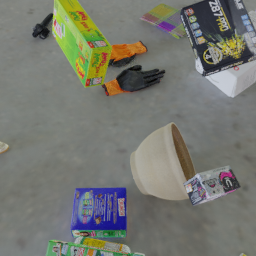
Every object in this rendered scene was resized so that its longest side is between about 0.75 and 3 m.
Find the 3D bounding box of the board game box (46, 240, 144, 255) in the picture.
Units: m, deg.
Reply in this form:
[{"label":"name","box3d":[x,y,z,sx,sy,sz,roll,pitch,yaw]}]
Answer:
[{"label":"board game box","box3d":[-0.759,3.389,4.695,1.744,0.377,2.592,7,72,7]}]

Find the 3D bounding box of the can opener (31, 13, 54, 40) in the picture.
[{"label":"can opener","box3d":[-3.350,-4.059,11.131,0.504,0.625,1.591,-23,39,33]}]

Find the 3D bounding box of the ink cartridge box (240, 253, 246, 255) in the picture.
[{"label":"ink cartridge box","box3d":[2.402,3.582,4.919,1.867,0.439,1.845,29,56,33]}]

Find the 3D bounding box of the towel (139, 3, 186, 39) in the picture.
[{"label":"towel","box3d":[1.730,-4.426,11.495,2.172,0.247,1.560,35,59,24]}]

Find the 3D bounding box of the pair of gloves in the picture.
[{"label":"pair of gloves","box3d":[-0.063,-2.153,9.661,2.206,0.306,2.476,-18,55,-14]}]

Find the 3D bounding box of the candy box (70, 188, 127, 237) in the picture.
[{"label":"candy box","box3d":[-0.620,1.902,6.347,1.201,0.463,1.016,-1,50,1]}]

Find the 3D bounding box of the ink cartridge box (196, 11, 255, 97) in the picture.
[{"label":"ink cartridge box","box3d":[3.700,-2.425,9.052,2.456,1.028,1.782,-35,59,-9]}]

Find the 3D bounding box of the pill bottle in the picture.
[{"label":"pill bottle","box3d":[-0.401,2.668,5.538,1.391,0.784,0.784,8,52,7]}]

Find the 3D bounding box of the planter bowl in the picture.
[{"label":"planter bowl","box3d":[0.787,0.885,6.526,1.189,1.767,1.767,-20,49,18]}]

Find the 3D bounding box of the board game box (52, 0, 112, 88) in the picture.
[{"label":"board game box","box3d":[-1.273,-2.288,7.277,0.551,1.176,2.315,-16,58,-29]}]

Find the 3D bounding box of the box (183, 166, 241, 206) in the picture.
[{"label":"box","box3d":[1.541,1.058,5.142,0.811,0.536,0.465,-8,63,-30]}]

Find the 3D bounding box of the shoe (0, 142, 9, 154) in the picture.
[{"label":"shoe","box3d":[-3.773,0.502,7.570,1.044,0.279,0.365,1,52,1]}]

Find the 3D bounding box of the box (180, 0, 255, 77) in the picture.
[{"label":"box","box3d":[1.453,-1.495,4.431,0.939,0.286,1.165,-17,77,4]}]
